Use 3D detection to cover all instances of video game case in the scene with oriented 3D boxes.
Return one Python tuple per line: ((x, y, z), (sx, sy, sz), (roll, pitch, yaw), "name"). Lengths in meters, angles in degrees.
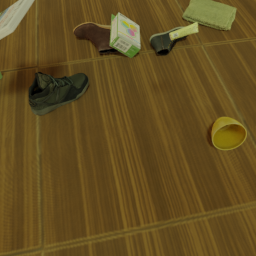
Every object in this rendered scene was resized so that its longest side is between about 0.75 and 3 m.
((-4.341, -3.354, 9.319), (2.757, 0.248, 1.974), (-13, 48, 32), "video game case")

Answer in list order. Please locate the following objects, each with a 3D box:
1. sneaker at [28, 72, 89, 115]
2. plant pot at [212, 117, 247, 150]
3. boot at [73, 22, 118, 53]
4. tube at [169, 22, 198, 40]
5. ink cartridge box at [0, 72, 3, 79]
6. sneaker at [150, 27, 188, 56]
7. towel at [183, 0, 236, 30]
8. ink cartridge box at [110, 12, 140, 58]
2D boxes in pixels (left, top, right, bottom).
((-2.969, -1.841, 12.108), (2.943, 1.686, 1.125), (-30, 63, -22), "sneaker")
((3.894, 0.087, 11.131), (1.315, 1.315, 0.933), (-1, 36, 0), "plant pot")
((-1.636, -4.616, 14.489), (2.291, 0.829, 1.906), (-6, 54, -8), "boot")
((1.698, -2.907, 8.478), (0.882, 0.256, 0.229), (-19, 89, 4), "tube")
((-6.800, -1.931, 12.336), (0.770, 1.348, 2.596), (18, 58, 11), "ink cartridge box")
((2.302, -4.417, 14.476), (2.148, 0.804, 1.141), (-17, 62, -1), "sneaker")
((4.676, -6.520, 16.004), (2.778, 0.507, 2.061), (21, 59, 13), "towel")
((-0.143, -4.987, 14.405), (1.356, 0.774, 2.611), (23, 49, -29), "ink cartridge box")
